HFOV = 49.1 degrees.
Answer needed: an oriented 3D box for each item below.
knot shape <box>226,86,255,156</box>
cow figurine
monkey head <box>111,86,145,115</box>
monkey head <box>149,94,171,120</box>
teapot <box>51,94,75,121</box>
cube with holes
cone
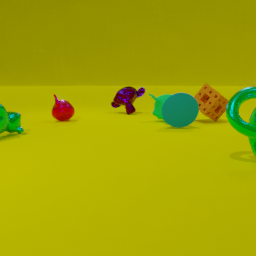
[{"bbox_3d":[2.252,-0.168,4.602,1.286,1.375,0.635,41,32,25],"label":"knot shape"},{"bbox_3d":[-3.161,-0.054,6.880,0.681,1.220,1.240,6,47,16],"label":"cow figurine"},{"bbox_3d":[-0.001,-1.185,12.147,1.693,1.218,1.020,-25,-3,13],"label":"monkey head"},{"bbox_3d":[1.392,-0.665,9.495,1.532,0.923,1.102,12,12,-12],"label":"monkey head"},{"bbox_3d":[-2.295,-0.674,9.781,0.801,0.631,1.288,-18,-31,2],"label":"teapot"},{"bbox_3d":[2.847,-0.874,9.616,0.819,0.819,0.819,21,25,-42],"label":"cube with holes"},{"bbox_3d":[1.509,-0.711,8.509,1.066,1.066,1.070,0,24,1],"label":"cone"}]
